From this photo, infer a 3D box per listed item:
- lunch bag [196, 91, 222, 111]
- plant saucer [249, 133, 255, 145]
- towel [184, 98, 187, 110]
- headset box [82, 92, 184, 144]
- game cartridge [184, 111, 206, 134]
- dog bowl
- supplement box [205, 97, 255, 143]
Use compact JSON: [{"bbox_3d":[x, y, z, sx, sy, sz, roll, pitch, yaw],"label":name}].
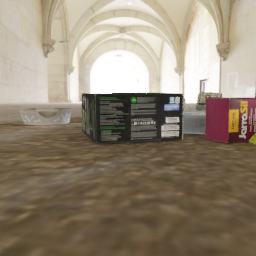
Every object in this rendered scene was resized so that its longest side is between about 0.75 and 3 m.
[{"bbox_3d":[3.403,-0.945,11.754,0.967,1.179,0.693,5,8,35],"label":"lunch bag"},{"bbox_3d":[3.624,0.151,4.842,2.148,0.514,2.144,-1,6,-6],"label":"plant saucer"},{"bbox_3d":[0.538,-0.524,9.735,2.666,0.478,2.769,-14,1,27],"label":"towel"},{"bbox_3d":[-0.036,-0.326,6.762,1.957,1.043,2.248,-2,7,-16],"label":"headset box"},{"bbox_3d":[2.076,-0.219,8.321,1.885,0.588,2.830,5,7,10],"label":"game cartridge"},{"bbox_3d":[-2.943,-0.441,10.118,1.828,0.536,1.828,0,6,0],"label":"dog bowl"},{"bbox_3d":[2.585,-0.212,6.198,1.689,0.932,0.724,-3,7,-25],"label":"supplement box"}]
